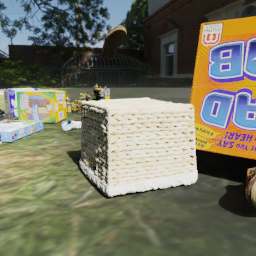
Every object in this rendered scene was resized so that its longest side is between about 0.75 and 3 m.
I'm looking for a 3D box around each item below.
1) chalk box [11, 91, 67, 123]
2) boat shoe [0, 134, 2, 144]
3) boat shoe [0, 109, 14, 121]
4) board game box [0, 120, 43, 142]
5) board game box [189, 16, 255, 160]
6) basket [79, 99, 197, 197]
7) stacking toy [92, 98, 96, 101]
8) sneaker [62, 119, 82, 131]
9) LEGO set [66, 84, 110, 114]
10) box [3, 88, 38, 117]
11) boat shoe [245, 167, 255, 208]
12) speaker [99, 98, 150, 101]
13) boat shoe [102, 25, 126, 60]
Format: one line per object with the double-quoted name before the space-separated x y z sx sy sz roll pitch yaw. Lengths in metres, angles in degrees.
"chalk box" -4.380 -1.073 13.559 2.408 1.490 1.498 2 11 8
"boat shoe" -4.580 0.401 8.829 1.137 0.352 0.426 -8 13 -36
"boat shoe" -5.778 -0.511 12.540 0.806 0.764 2.306 -10 15 -43
"board game box" -4.491 0.063 10.451 1.711 0.414 2.261 2 12 10
"board game box" 3.357 -0.688 6.438 2.823 2.824 2.826 9 1 39
"basket" 0.154 0.259 6.124 2.079 1.672 2.060 -3 10 -24
"stacking toy" -1.806 -1.661 17.796 1.123 0.475 1.017 14 -30 -1
"sneaker" -2.277 -0.160 11.615 0.436 0.440 1.214 4 10 26
"LEGO set" -2.416 -1.774 16.776 2.224 1.676 2.893 -9 14 -41
"box" -5.794 -1.413 15.316 1.634 1.502 0.857 -10 13 -41
"boat shoe" 2.418 1.012 4.930 1.907 0.688 0.686 -5 4 -45
"speaker" -0.148 -0.897 13.758 2.722 1.105 1.105 -6 12 -27
"boat shoe" -0.728 -4.172 13.134 0.849 0.802 2.359 14 -22 -22
